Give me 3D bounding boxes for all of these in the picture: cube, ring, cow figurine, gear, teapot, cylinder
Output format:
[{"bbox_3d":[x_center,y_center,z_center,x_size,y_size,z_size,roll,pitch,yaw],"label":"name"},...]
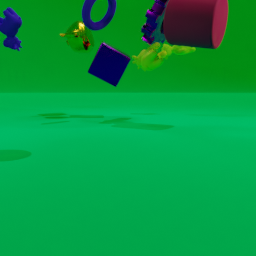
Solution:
[{"bbox_3d":[-0.650,-2.251,9.777,1.096,1.096,1.096,26,17,-11],"label":"cube"},{"bbox_3d":[-0.746,-3.100,7.354,0.223,1.117,1.117,41,28,25],"label":"ring"},{"bbox_3d":[0.549,-1.936,8.031,1.108,0.618,1.126,-30,25,35],"label":"cow figurine"},{"bbox_3d":[1.072,-3.199,7.918,0.343,1.855,1.855,37,19,14],"label":"gear"},{"bbox_3d":[1.865,-2.994,10.649,1.091,0.599,1.074,-12,6,-34],"label":"cow figurine"},{"bbox_3d":[-3.484,-2.924,8.458,1.062,1.045,0.583,-31,32,26],"label":"cow figurine"},{"bbox_3d":[-1.825,-3.255,10.194,0.931,1.182,1.901,-15,2,13],"label":"teapot"},{"bbox_3d":[1.631,-2.560,6.719,1.189,1.189,1.189,16,15,29],"label":"cylinder"}]

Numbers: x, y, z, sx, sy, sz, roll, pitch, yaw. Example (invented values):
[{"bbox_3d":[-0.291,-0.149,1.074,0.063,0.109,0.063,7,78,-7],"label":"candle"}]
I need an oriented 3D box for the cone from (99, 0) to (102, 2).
[{"bbox_3d":[-0.679,-4.220,8.466,0.868,0.872,0.868,26,12,-6],"label":"cone"}]
